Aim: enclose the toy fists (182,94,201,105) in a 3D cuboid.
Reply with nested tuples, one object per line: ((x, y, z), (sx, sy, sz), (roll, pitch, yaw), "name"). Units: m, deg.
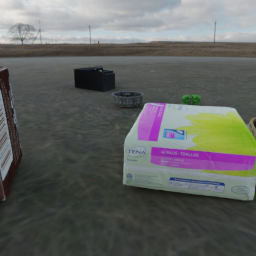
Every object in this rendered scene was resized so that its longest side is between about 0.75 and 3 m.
((2.571, -1.161, 11.380), (0.772, 0.394, 0.266), (0, 17, 2), "toy fists")

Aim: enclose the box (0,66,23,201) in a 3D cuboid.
((-3.256, 0.075, 4.698), (2.389, 1.982, 1.962), (-5, 18, -11), "box")

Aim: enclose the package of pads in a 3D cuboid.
((1.296, 0.246, 5.782), (2.295, 1.013, 2.971), (4, 19, 9), "package of pads")

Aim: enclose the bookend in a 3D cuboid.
((-1.391, -2.733, 15.336), (2.220, 1.023, 2.206), (14, 22, 37), "bookend")

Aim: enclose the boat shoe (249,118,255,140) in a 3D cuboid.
((2.949, 0.447, 5.533), (0.916, 0.829, 2.570), (-1, 17, -2), "boat shoe")

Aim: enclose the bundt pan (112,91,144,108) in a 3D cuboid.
((-0.004, -1.123, 11.130), (1.271, 0.477, 1.271), (-1, 18, 0), "bundt pan")

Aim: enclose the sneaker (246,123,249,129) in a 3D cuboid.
((3.563, 0.080, 7.481), (0.440, 0.398, 1.032), (-17, 23, -32), "sneaker")
